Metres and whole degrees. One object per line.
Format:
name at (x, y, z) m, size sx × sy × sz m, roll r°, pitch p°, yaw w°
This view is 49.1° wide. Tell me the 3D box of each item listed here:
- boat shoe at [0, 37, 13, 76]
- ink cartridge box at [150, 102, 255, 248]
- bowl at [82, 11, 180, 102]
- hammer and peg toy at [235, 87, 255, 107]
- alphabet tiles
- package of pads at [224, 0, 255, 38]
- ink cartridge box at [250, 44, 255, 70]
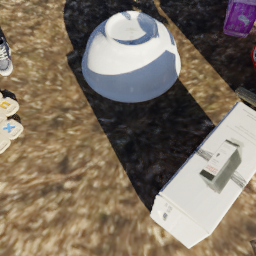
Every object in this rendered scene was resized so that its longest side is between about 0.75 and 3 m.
boat shoe at (-3.642, -2.099, 8.100) m, size 0.434 × 0.539 × 1.163 m, roll -14°, pitch 60°, yaw -8°
ink cartridge box at (1.662, 0.974, 5.519) m, size 1.026 × 1.818 × 2.476 m, roll 38°, pitch 67°, yaw 19°
bowl at (0.083, -2.250, 7.754) m, size 2.925 × 1.315 × 2.925 m, roll 0°, pitch 59°, yaw 0°
hammer and peg toy at (2.906, -0.212, 4.113) m, size 2.534 × 0.894 × 1.864 m, roll 15°, pitch 28°, yaw -30°
alphabet tiles at (-3.900, 0.003, 7.062) m, size 2.265 × 0.169 × 2.316 m, roll 27°, pitch 63°, yaw 14°
package of pads at (3.713, -4.157, 8.825) m, size 0.880 × 1.401 × 2.326 m, roll 16°, pitch 60°, yaw 10°
ink cartridge box at (4.258, -1.639, 6.636) m, size 1.229 × 2.573 × 2.931 m, roll 0°, pitch 58°, yaw 0°
